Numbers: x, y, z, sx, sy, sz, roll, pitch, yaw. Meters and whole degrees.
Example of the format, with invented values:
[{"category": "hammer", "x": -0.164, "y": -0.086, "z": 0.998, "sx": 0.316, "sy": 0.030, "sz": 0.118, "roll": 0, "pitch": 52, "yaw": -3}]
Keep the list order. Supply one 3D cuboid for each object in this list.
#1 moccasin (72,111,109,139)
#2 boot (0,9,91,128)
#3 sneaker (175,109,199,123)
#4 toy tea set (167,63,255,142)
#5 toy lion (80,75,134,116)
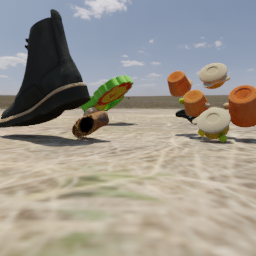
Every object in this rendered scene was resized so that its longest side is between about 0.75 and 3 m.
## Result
[{"category": "moccasin", "x": -0.824, "y": -0.033, "z": 5.479, "sx": 0.439, "sy": 0.416, "sz": 1.138, "roll": -16, "pitch": 3, "yaw": -38}, {"category": "boot", "x": -1.889, "y": -1.014, "z": 5.661, "sx": 2.480, "sy": 1.715, "sz": 0.960, "roll": -18, "pitch": -2, "yaw": 31}, {"category": "sneaker", "x": 2.076, "y": -0.414, "z": 9.850, "sx": 0.858, "sy": 0.328, "sz": 0.492, "roll": 1, "pitch": 46, "yaw": 17}, {"category": "toy tea set", "x": 1.762, "y": -0.554, "z": 5.887, "sx": 1.381, "sy": 0.859, "sz": 2.322, "roll": -30, "pitch": 42, "yaw": 3}, {"category": "toy lion", "x": -0.701, "y": -1.141, "z": 10.224, "sx": 2.089, "sy": 0.748, "sz": 2.180, "roll": -33, "pitch": -9, "yaw": 8}]
